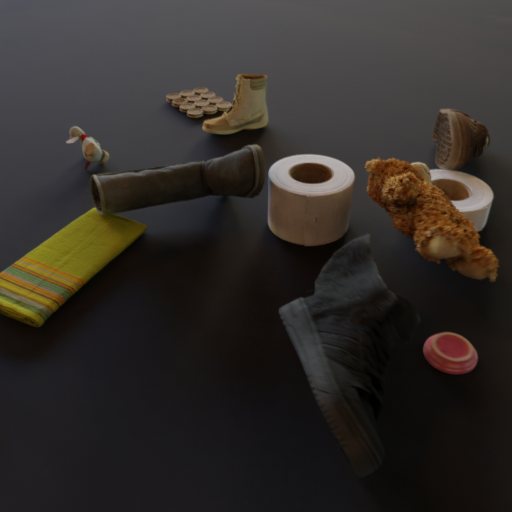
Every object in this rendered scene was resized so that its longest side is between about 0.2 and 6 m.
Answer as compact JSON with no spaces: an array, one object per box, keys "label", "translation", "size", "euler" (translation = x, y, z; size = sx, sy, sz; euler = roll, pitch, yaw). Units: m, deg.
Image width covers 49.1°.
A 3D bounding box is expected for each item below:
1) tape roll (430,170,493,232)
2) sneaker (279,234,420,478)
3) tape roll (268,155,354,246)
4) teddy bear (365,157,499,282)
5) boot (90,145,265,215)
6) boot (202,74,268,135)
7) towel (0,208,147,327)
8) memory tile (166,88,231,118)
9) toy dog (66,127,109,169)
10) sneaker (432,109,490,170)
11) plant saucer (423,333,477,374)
[{"label":"tape roll","translation":[3.995,-1.135,11.735],"size":[1.753,0.613,1.753],"euler":[0,37,0]},{"label":"sneaker","translation":[1.506,1.158,7.902],"size":[1.909,1.099,3.660],"euler":[-24,34,0]},{"label":"tape roll","translation":[1.082,-1.157,11.309],"size":[1.702,1.168,1.702],"euler":[0,36,0]},{"label":"teddy bear","translation":[3.136,-0.799,10.045],"size":[2.400,1.105,3.310],"euler":[29,21,-12]},{"label":"boot","translation":[-1.609,-1.485,11.061],"size":[3.010,1.092,2.737],"euler":[-4,-4,-25]},{"label":"boot","translation":[-0.555,-4.054,14.920],"size":[1.883,1.464,0.685],"euler":[-13,39,-16]},{"label":"towel","translation":[-3.479,0.107,10.428],"size":[1.375,0.288,3.194],"euler":[20,40,17]},{"label":"memory tile","translation":[-1.742,-4.579,16.721],"size":[1.426,0.156,1.860],"euler":[-21,42,-26]},{"label":"toy dog","translation":[-4.199,-2.586,13.706],"size":[0.638,0.874,1.325],"euler":[-49,42,2]},{"label":"sneaker","translation":[4.967,-2.832,13.256],"size":[1.261,1.176,3.339],"euler":[11,29,8]},{"label":"plant saucer","translation":[3.003,1.460,8.631],"size":[0.803,0.204,0.803],"euler":[0,38,0]}]
